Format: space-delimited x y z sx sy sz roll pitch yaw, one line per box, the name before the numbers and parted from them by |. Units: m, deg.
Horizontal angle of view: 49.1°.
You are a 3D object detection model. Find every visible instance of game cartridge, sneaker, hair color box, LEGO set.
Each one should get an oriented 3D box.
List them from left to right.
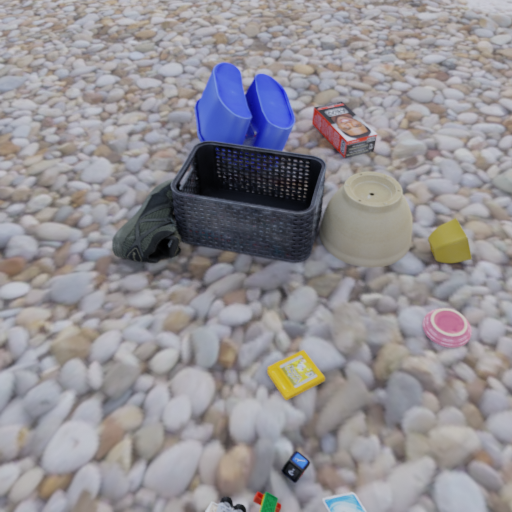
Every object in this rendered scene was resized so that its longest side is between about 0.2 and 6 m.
sneaker | -1.783 -0.635 11.052 1.202 0.802 2.098 18 50 16
game cartridge | 0.617 1.885 8.920 0.731 0.119 0.645 -21 48 -22
LEGO set | 0.659 3.740 6.489 2.308 0.758 3.090 8 32 -37
hair color box | 2.143 -3.124 13.772 0.863 0.521 1.700 -17 47 -18

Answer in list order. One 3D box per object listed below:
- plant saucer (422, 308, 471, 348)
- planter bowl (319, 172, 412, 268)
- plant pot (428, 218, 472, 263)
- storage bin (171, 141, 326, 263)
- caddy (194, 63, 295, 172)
plant saucer | 3.274 1.189 9.574 0.810 0.205 0.810 1 44 0
planter bowl | 2.206 -0.843 10.925 1.841 1.239 1.841 0 45 0
plant pot | 3.677 -0.222 10.742 0.638 0.619 0.623 -21 41 10
storage bin | -0.112 -1.114 11.170 2.769 1.298 1.872 10 45 11
caddy | -0.333 -3.154 13.128 2.075 1.540 2.935 10 43 -21
